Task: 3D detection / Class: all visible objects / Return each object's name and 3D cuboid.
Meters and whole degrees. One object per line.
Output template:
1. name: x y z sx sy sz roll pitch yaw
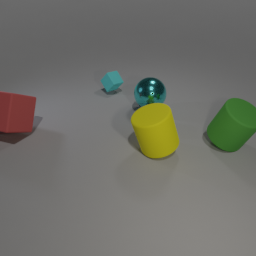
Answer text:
1. ball: 0.959 -1.486 12.095 1.400 1.400 1.400 0 33 0
2. cube: -0.789 -2.308 13.852 0.700 0.700 0.700 -23 79 -43
3. cylinder: 0.954 0.081 9.704 1.400 1.400 1.400 -15 33 10
4. cube: -4.517 -0.625 10.509 1.400 1.400 1.400 10 3 18
5. cylinder: 3.757 -0.104 9.951 1.400 1.400 1.400 11 47 -12
